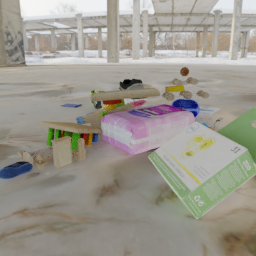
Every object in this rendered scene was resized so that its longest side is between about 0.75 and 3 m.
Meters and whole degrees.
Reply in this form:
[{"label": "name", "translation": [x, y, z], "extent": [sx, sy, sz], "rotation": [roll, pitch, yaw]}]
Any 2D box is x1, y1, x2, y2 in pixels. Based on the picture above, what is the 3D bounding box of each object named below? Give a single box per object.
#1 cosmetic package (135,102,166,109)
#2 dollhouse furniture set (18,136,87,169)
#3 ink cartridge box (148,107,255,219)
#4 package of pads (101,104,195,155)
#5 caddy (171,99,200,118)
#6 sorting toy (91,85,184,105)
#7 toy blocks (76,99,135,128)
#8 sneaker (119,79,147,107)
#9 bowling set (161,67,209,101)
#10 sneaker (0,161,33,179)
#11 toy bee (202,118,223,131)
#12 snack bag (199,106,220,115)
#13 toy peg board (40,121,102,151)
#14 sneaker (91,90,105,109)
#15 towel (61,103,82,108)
[{"label": "cosmetic package", "translation": [0.932, -0.722, 12.306], "extent": [0.820, 0.503, 1.988], "rotation": [10, 19, 28]}, {"label": "dollhouse furniture set", "translation": [-2.152, 0.485, 7.852], "extent": [1.552, 0.758, 1.323], "rotation": [16, 23, 42]}, {"label": "ink cartridge box", "translation": [2.042, 0.355, 6.010], "extent": [2.914, 0.699, 2.120], "rotation": [-37, 20, -1]}, {"label": "package of pads", "translation": [0.691, -0.047, 9.122], "extent": [2.755, 1.042, 1.660], "rotation": [-13, 24, -36]}, {"label": "caddy", "translation": [2.440, -0.824, 12.032], "extent": [1.237, 0.875, 0.650], "rotation": [3, 13, 10]}, {"label": "sorting toy", "translation": [0.395, -1.061, 9.027], "extent": [2.937, 0.393, 2.188], "rotation": [-4, 9, 1]}, {"label": "toy blocks", "translation": [-0.819, -0.396, 10.432], "extent": [1.569, 1.147, 2.295], "rotation": [-9, 9, 34]}, {"label": "sneaker", "translation": [-0.084, -1.565, 12.762], "extent": [1.031, 1.223, 2.795], "rotation": [3, -4, -28]}, {"label": "bowling set", "translation": [2.538, -1.955, 12.317], "extent": [2.056, 1.431, 1.104], "rotation": [-1, 13, -4]}, {"label": "sneaker", "translation": [-2.818, 1.027, 6.914], "extent": [0.859, 0.301, 0.335], "rotation": [-10, 13, -44]}, {"label": "toy bee", "translation": [2.653, 0.134, 9.457], "extent": [1.152, 0.626, 0.754], "rotation": [-26, -21, 38]}, {"label": "snack bag", "translation": [3.604, -0.894, 13.526], "extent": [1.241, 0.141, 1.316], "rotation": [12, 21, 35]}, {"label": "toy peg board", "translation": [-1.765, 0.270, 8.988], "extent": [1.516, 0.741, 1.509], "rotation": [10, 4, 27]}, {"label": "sneaker", "translation": [-1.378, -1.588, 14.505], "extent": [0.939, 0.927, 2.457], "rotation": [-4, 19, -12]}, {"label": "towel", "translation": [-2.941, -1.191, 14.575], "extent": [0.918, 0.110, 0.665], "rotation": [6, 17, 20]}]
